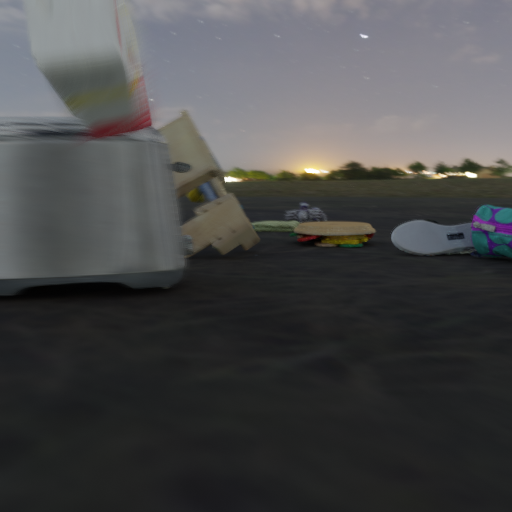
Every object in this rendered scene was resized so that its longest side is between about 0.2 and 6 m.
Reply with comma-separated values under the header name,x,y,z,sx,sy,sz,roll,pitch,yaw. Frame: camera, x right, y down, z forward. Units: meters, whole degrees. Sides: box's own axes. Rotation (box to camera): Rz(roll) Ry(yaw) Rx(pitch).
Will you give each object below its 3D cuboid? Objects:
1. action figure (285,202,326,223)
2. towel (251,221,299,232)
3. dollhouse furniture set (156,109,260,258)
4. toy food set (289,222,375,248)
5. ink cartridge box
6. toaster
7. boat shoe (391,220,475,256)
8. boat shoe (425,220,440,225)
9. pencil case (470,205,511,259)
name,x,y,z,sx,sy,sz,roll,pitch,yaw
action figure,1.373,-1.075,15.089,1.079,0.575,1.658,9,13,14
towel,0.410,-0.709,13.380,1.187,0.217,0.881,2,9,15
dollhouse furniture set,-1.157,-0.663,9.887,1.805,2.612,2.766,-30,-20,3
toy food set,1.419,-0.413,10.437,1.563,0.380,1.547,4,8,27
ink cartridge box,-1.260,-1.634,4.325,0.572,0.995,1.371,-10,-6,-3
toaster,-2.020,-0.525,5.901,2.649,1.711,1.505,-3,6,-10
boat shoe,2.895,-0.238,8.922,1.585,0.562,0.553,-4,-19,-6
boat shoe,3.264,-0.448,10.433,0.540,0.446,1.574,2,8,12
pencil case,3.799,-0.261,7.609,0.871,0.802,1.886,11,2,-24
